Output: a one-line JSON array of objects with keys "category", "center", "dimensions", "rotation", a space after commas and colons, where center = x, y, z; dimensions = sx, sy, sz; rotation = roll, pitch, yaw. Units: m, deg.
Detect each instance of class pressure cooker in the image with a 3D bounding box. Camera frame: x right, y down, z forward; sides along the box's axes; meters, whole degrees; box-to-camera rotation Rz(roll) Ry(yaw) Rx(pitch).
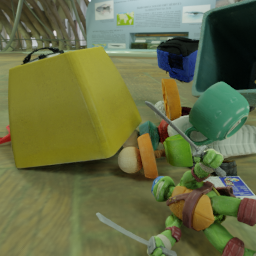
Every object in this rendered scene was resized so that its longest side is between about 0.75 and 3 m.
[{"category": "pressure cooker", "center": [-3.592, -2.501, 12.779], "dimensions": [2.029, 2.271, 1.998], "rotation": [-5, 27, 31]}]

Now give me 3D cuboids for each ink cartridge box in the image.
[{"category": "ink cartridge box", "center": [1.977, 1.296, 5.668], "dimensions": [0.965, 0.230, 0.977], "rotation": [0, 21, -3]}]

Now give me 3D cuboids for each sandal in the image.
[{"category": "sandal", "center": [2.285, 0.367, 7.392], "dimensions": [2.698, 1.098, 0.663], "rotation": [8, -26, -11]}]

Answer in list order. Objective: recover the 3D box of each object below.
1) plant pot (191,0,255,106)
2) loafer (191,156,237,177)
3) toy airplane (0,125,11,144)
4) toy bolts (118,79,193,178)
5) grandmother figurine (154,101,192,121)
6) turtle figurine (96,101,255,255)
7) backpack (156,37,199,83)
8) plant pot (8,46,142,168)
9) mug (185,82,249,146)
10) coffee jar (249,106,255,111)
[{"category": "plant pot", "center": [3.928, -1.852, 8.306], "dimensions": [2.731, 2.723, 2.781], "rotation": [3, -12, 44]}, {"category": "loafer", "center": [1.965, 0.821, 6.633], "dimensions": [1.255, 0.454, 0.457], "rotation": [12, 24, 33]}, {"category": "toy airplane", "center": [-3.492, 0.256, 8.311], "dimensions": [2.146, 0.395, 2.146], "rotation": [-4, 15, 1]}, {"category": "toy bolts", "center": [0.485, 0.032, 6.955], "dimensions": [1.590, 2.190, 2.292], "rotation": [-10, 1, 3]}, {"category": "grandmother figurine", "center": [2.296, -0.449, 9.702], "dimensions": [2.913, 0.882, 1.766], "rotation": [12, 8, 24]}, {"category": "turtle figurine", "center": [0.957, 1.204, 3.853], "dimensions": [2.253, 2.324, 1.672], "rotation": [21, 62, 37]}, {"category": "backpack", "center": [2.014, -2.697, 11.030], "dimensions": [1.485, 1.533, 1.827], "rotation": [-31, 43, -30]}, {"category": "plant pot", "center": [-1.439, -0.700, 7.232], "dimensions": [2.658, 2.344, 2.658], "rotation": [-8, 15, 21]}, {"category": "mug", "center": [2.112, -0.206, 6.492], "dimensions": [1.216, 1.480, 0.915], "rotation": [-21, 54, -34]}, {"category": "coffee jar", "center": [4.442, -1.352, 12.032], "dimensions": [2.226, 0.950, 1.161], "rotation": [15, 25, 36]}]
